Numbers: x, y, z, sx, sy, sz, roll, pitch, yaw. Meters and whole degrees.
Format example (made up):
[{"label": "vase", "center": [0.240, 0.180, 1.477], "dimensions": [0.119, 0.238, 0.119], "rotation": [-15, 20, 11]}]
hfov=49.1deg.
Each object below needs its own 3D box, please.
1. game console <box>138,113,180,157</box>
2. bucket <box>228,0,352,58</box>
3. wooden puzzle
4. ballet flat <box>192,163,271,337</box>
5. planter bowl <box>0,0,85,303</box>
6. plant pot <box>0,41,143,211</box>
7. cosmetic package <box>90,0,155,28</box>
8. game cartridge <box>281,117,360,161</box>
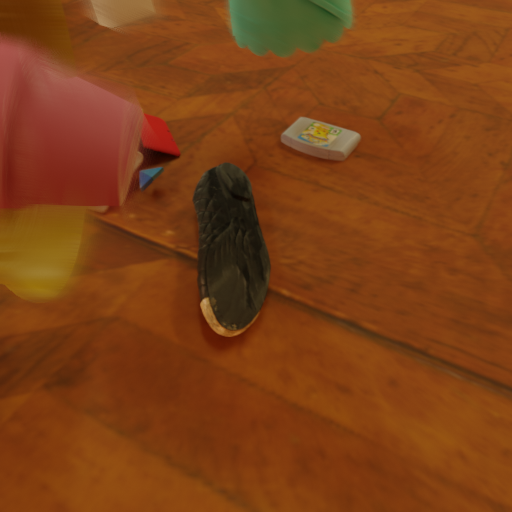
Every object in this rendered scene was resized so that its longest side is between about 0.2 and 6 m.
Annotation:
[{"label": "game console", "center": [-2.272, -2.096, 10.386], "dimensions": [1.236, 0.852, 1.435], "rotation": [-36, 46, 8]}, {"label": "bucket", "center": [0.473, -4.292, 8.856], "dimensions": [2.106, 1.371, 2.106], "rotation": [-6, 51, 8]}, {"label": "wooden puzzle", "center": [-2.692, -1.338, 9.379], "dimensions": [2.077, 0.243, 1.401], "rotation": [22, 62, 21]}, {"label": "ballet flat", "center": [-0.420, -0.109, 7.960], "dimensions": [1.031, 0.881, 3.101], "rotation": [22, 41, -25]}, {"label": "planter bowl", "center": [-2.736, -1.373, 4.988], "dimensions": [1.528, 3.669, 3.669], "rotation": [-3, 43, -3]}, {"label": "plant pot", "center": [-1.096, -0.645, 3.138], "dimensions": [0.807, 0.901, 0.901], "rotation": [13, 42, -10]}, {"label": "cosmetic package", "center": [-1.953, -3.708, 8.062], "dimensions": [0.720, 0.594, 0.594], "rotation": [-28, 36, -21]}, {"label": "game cartridge", "center": [1.171, -2.165, 10.392], "dimensions": [1.305, 0.264, 0.870], "rotation": [22, 51, 22]}]
